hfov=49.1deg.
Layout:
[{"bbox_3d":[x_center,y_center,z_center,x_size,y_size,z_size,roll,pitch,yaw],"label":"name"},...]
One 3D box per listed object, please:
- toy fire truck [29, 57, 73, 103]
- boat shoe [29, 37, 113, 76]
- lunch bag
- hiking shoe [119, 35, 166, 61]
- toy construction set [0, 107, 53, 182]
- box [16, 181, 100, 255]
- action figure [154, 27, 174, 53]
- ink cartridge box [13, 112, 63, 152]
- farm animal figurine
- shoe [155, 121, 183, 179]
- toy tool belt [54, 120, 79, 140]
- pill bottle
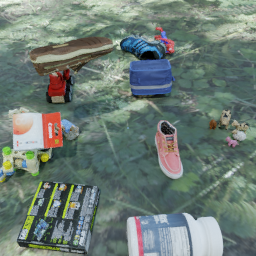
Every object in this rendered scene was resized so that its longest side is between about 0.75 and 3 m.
[{"bbox_3d":[-3.284,-2.404,12.250,1.393,2.166,1.906,-2,44,-3],"label":"toy fire truck"},{"bbox_3d":[-1.631,-2.120,8.509,2.461,0.911,0.909,-11,37,-7],"label":"boat shoe"},{"bbox_3d":[1.095,-2.227,12.673,2.061,1.363,1.400,-1,32,3],"label":"lunch bag"},{"bbox_3d":[0.654,-4.245,15.023,2.699,1.004,1.170,14,54,22],"label":"hiking shoe"},{"bbox_3d":[-3.601,0.561,9.955,1.822,1.280,2.779,-4,55,-4],"label":"toy construction set"},{"bbox_3d":[-1.974,2.580,8.325,1.949,0.479,2.018,3,45,6],"label":"box"},{"bbox_3d":[1.790,-4.833,15.792,1.221,0.805,2.467,-10,43,-15],"label":"action figure"},{"bbox_3d":[-2.849,0.092,8.802,1.450,0.363,1.176,-7,77,-1],"label":"ink cartridge box"},{"bbox_3d":[3.982,-0.090,10.880,1.195,0.744,1.480,-25,49,-24],"label":"farm animal figurine"},{"bbox_3d":[1.428,0.703,9.903,0.751,0.956,2.102,-7,44,-7],"label":"shoe"},{"bbox_3d":[-2.418,-0.050,10.897,1.080,0.664,0.674,27,50,25],"label":"toy tool belt"},{"bbox_3d":[1.164,2.941,7.301,2.281,1.364,1.364,-3,44,-5],"label":"pill bottle"}]
